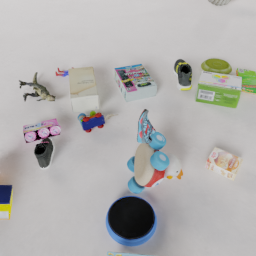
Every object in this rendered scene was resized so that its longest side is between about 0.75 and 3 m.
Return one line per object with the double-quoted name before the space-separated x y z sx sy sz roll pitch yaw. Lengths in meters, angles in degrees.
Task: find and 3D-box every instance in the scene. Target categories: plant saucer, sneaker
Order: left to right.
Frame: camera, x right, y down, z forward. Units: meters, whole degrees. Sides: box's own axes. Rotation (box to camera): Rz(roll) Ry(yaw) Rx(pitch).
"sneaker" -3.118 0.713 10.442 0.559 0.784 1.581 -8 42 -5
"sneaker" 0.503 -0.036 7.109 0.459 0.961 0.381 11 32 12
"sneaker" 2.851 -2.900 14.038 0.915 1.040 2.458 0 44 -1
"plant saucer" 4.762 -3.342 15.022 1.646 0.256 1.646 1 42 -1

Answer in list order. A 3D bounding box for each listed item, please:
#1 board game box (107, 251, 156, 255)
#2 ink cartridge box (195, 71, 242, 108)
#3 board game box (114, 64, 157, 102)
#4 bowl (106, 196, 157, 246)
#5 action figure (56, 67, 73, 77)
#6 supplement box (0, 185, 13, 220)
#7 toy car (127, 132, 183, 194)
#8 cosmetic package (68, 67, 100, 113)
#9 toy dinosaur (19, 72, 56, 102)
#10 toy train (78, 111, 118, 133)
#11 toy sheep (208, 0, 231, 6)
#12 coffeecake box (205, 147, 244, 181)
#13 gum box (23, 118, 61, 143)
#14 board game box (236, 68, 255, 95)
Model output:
"board game box" 0.031 4.327 6.260 1.300 1.323 2.523 3 45 2
"ink cartridge box" 4.354 -2.196 13.358 1.887 0.967 2.552 12 45 14
"board game box" 0.314 -2.238 13.636 1.516 0.661 2.055 -13 45 -14
"bowl" 0.101 2.792 8.611 1.595 0.313 1.595 0 44 0
"action figure" -2.850 -2.848 14.469 1.713 0.443 0.560 7 42 4
"supplement box" -2.905 1.700 6.393 0.462 0.849 0.465 6 46 -18
"toy car" 1.192 1.369 9.503 1.887 1.740 1.669 21 40 -20
"cosmetic package" -2.072 -1.827 13.037 1.256 0.887 2.425 -8 43 -9
"toy dinosaur" -4.409 -1.839 13.237 1.244 0.670 2.822 -12 43 -33
"toy train" -1.302 -0.455 11.842 1.582 0.670 0.916 -20 34 -20
"toy sheep" 7.008 -10.159 21.137 2.684 1.850 1.850 5 43 -6
"coffeecake box" 3.469 1.281 10.126 1.091 0.399 0.838 24 49 23
"gum box" -3.394 0.084 11.147 1.417 0.469 0.804 -15 25 -14
"board game box" 5.937 -2.292 13.913 0.962 0.302 2.013 13 42 5
